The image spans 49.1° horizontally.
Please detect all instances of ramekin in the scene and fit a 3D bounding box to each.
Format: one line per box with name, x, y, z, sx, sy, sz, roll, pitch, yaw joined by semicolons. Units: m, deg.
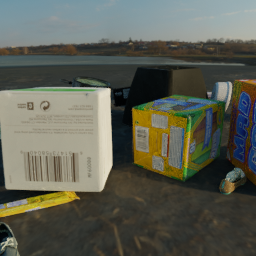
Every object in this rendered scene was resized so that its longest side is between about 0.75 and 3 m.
ramekin;3.656;-1.266;11.130;0.559;1.201;1.201;10;18;5

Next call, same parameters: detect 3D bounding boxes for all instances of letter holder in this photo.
letter holder;0.085;-1.507;12.786;1.578;0.794;1.122;-10;10;-7

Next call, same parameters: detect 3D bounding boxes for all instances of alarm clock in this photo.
alarm clock;-1.895;-1.825;12.598;2.509;0.835;1.692;17;20;7

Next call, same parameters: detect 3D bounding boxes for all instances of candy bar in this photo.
candy bar;-1.850;1.528;5.689;1.679;0.186;0.419;-8;14;-24

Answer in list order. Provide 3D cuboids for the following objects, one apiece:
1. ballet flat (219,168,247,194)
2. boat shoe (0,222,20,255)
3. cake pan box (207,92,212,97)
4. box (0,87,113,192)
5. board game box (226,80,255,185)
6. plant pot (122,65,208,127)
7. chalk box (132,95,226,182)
ballet flat;2.476;1.164;6.527;1.122;0.406;0.381;-14;22;-41
boat shoe;-1.931;1.849;4.365;0.381;0.323;1.047;-9;19;-28
cake pan box;5.122;-2.141;17.979;0.851;0.223;0.784;4;15;14
box;-1.534;0.148;6.633;2.173;2.184;1.871;1;9;4
board game box;4.057;0.075;6.837;2.293;2.295;2.294;-1;17;-4
plant pot;1.566;-1.244;11.183;2.673;2.377;2.679;-12;20;-37
chalk box;1.613;0.065;7.932;1.705;1.714;2.754;14;23;39
